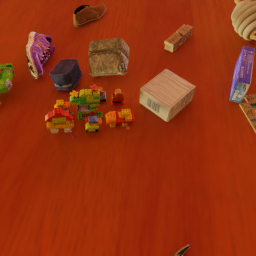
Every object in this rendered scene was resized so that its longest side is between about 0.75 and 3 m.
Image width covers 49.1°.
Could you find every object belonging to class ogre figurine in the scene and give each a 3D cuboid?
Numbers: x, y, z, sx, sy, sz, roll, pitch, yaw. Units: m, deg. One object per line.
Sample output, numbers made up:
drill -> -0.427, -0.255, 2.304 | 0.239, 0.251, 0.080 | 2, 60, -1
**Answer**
ogre figurine -> -5.062, -1.410, 9.929 | 2.329, 1.143, 1.396 | -17, 42, -27

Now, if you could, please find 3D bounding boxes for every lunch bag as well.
lunch bag -> -2.288, -1.931, 10.477 | 0.831, 0.809, 1.223 | 5, 47, 24
lunch bag -> -0.729, -2.614, 10.718 | 1.529, 1.065, 1.283 | 0, 82, 19

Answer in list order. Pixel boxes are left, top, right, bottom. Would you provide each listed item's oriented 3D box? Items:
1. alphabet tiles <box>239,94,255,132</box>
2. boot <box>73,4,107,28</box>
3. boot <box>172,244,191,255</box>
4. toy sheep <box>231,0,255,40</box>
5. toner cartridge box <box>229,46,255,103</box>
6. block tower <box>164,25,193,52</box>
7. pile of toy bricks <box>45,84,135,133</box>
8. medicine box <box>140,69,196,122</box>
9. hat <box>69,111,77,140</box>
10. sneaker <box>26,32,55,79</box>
alphabet tiles -> 4.979, -0.481, 9.881 | 1.654, 0.063, 1.988 | -9, 54, -7
boot -> -1.762, -5.502, 13.201 | 0.730, 0.748, 1.982 | 34, 59, 25
boot -> 1.365, 3.346, 6.895 | 0.813, 0.294, 0.614 | -34, 62, -16
toy sheep -> 5.327, -4.763, 12.093 | 1.662, 1.662, 2.410 | -15, 65, -11
toner cartridge box -> 4.269, -2.023, 10.452 | 0.450, 0.989, 2.083 | 16, 56, 11
block tower -> 2.197, -3.913, 12.197 | 0.443, 0.474, 1.640 | 33, 58, 22
pile of toy bricks -> -1.227, -0.817, 9.142 | 2.858, 1.411, 1.586 | -5, 56, -10
medicine box -> 1.393, -1.190, 9.963 | 1.349, 0.762, 1.481 | 38, 61, 25
hat -> -2.221, -0.082, 9.561 | 0.804, 0.854, 0.971 | -7, 13, -10
sneaker -> -3.473, -3.040, 11.233 | 1.065, 1.029, 2.553 | -2, 53, -9
